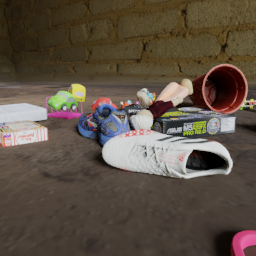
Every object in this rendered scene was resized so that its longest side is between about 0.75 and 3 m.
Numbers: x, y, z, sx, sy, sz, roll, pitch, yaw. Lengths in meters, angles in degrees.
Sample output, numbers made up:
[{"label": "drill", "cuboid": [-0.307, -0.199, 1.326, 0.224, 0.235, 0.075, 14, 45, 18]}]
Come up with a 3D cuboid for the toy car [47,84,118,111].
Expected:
[{"label": "toy car", "cuboid": [-1.613, -0.934, 9.033, 2.282, 0.509, 2.147, 27, 21, 27]}]

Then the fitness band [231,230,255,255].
[{"label": "fitness band", "cuboid": [1.579, 1.484, 2.982, 0.858, 0.224, 1.195, -1, 11, 9]}]

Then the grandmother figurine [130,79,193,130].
[{"label": "grandmother figurine", "cuboid": [0.937, -0.639, 8.438, 2.483, 0.752, 1.506, -38, 0, -38]}]

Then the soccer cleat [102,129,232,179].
[{"label": "soccer cleat", "cuboid": [0.768, 0.561, 5.682, 2.643, 0.907, 1.126, 5, 9, 1]}]

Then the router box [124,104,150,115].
[{"label": "router box", "cuboid": [0.718, -0.865, 13.329, 1.586, 0.405, 1.183, 5, 13, 20]}]

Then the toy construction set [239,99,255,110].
[{"label": "toy construction set", "cuboid": [6.237, -1.222, 14.152, 1.663, 0.766, 1.091, 19, -3, 37]}]

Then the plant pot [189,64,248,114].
[{"label": "plant pot", "cuboid": [4.363, -1.908, 14.306, 2.354, 2.354, 2.290, -3, 5, -12]}]

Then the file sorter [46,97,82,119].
[{"label": "file sorter", "cuboid": [-2.894, -0.976, 12.697, 1.430, 0.897, 0.993, 7, 15, 31]}]

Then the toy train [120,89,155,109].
[{"label": "toy train", "cuboid": [0.546, -1.232, 13.986, 1.362, 0.504, 1.814, 12, -31, -40]}]

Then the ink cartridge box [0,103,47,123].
[{"label": "ink cartridge box", "cuboid": [-5.093, -0.566, 11.635, 2.618, 0.567, 2.571, -12, 17, -36]}]

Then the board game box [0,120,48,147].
[{"label": "board game box", "cuboid": [-3.467, 0.113, 8.799, 1.317, 0.403, 1.739, -9, 15, -35]}]

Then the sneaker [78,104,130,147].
[{"label": "sneaker", "cuboid": [-0.698, -0.201, 8.541, 1.088, 1.133, 2.889, -7, 14, -32]}]

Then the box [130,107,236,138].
[{"label": "box", "cuboid": [1.841, -0.220, 9.771, 2.892, 0.640, 2.316, -6, 13, -24]}]

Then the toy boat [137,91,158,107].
[{"label": "toy boat", "cuboid": [0.684, -0.981, 9.439, 0.783, 0.659, 0.364, 16, 56, 33]}]
